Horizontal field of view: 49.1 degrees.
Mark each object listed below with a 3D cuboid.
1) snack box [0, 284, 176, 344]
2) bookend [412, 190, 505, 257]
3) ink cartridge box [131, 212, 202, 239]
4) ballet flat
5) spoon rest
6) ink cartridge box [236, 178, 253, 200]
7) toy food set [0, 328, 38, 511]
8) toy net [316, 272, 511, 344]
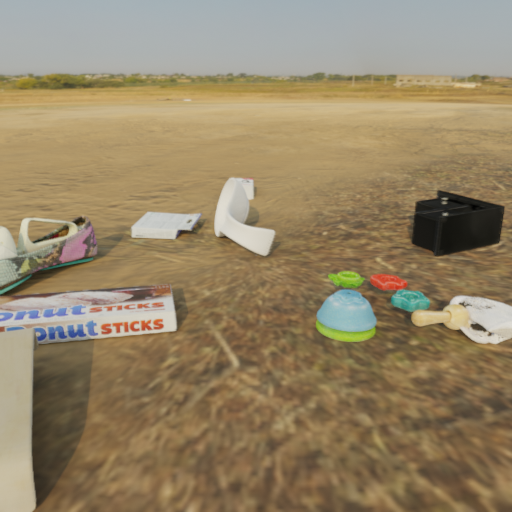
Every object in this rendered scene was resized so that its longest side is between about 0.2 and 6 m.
[{"bbox_3d":[-2.334,0.735,6.940,2.611,0.317,0.939,-4,20,-11],"label":"snack box"},{"bbox_3d":[3.371,-0.647,10.312,1.555,0.721,1.565,-10,21,-26],"label":"bookend"},{"bbox_3d":[-1.704,-0.589,10.876,1.151,0.234,1.148,2,19,6],"label":"ink cartridge box"},{"bbox_3d":[-3.470,-0.074,8.351,0.897,0.923,2.594,7,20,32],"label":"ballet flat"},{"bbox_3d":[-0.387,-0.698,10.002,0.690,1.131,2.276,12,17,-24],"label":"spoon rest"},{"bbox_3d":[-0.373,-1.649,13.731,0.619,0.355,0.852,0,19,0],"label":"ink cartridge box"},{"bbox_3d":[-2.661,1.429,4.717,1.544,0.650,2.151,-6,29,-18],"label":"toy food set"},{"bbox_3d":[2.047,0.703,6.907,2.507,0.484,1.315,7,18,15],"label":"toy net"}]
